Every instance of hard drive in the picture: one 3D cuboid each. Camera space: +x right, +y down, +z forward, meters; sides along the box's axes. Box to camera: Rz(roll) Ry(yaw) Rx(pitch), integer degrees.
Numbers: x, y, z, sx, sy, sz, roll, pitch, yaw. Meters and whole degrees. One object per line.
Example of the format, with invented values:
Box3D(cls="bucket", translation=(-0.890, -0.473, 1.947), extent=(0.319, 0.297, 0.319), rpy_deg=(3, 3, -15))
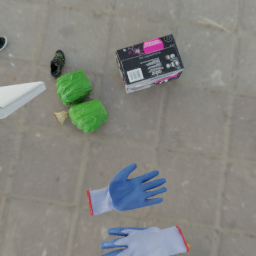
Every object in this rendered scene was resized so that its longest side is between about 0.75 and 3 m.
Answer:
Box3D(cls="hard drive", translation=(-3.118, -0.682, 6.899), extent=(1.431, 2.170, 0.285), rpy_deg=(-6, 112, 10))

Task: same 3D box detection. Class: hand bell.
Box3D(cls="hand bell", translation=(-2.086, -0.590, 10.026), extent=(1.004, 0.523, 0.523), rpy_deg=(-35, 83, -16))

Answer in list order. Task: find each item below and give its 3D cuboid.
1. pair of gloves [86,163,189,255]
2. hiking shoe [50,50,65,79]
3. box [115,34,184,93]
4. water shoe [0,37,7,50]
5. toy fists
Box3D(cls="pair of gloves", translation=(0.185, 2.298, 7.180), extent=(2.286, 0.324, 2.844), rpy_deg=(-10, 62, -18))
Box3D(cls="hiking shoe", translation=(-2.563, -2.362, 10.161), extent=(0.420, 0.558, 1.109), rpy_deg=(7, 82, 1))
Box3D(cls="box", translation=(0.727, -2.184, 9.832), extent=(2.040, 1.170, 1.348), rpy_deg=(-17, 84, -1))
Box3D(cls="water shoe", translation=(-5.101, -3.047, 10.282), extent=(1.305, 0.515, 0.467), rpy_deg=(-23, 82, -3))
Box3D(cls="toy fists", translation=(-1.695, -0.906, 9.845), extent=(1.170, 0.789, 2.295), rpy_deg=(-26, 82, -19))
